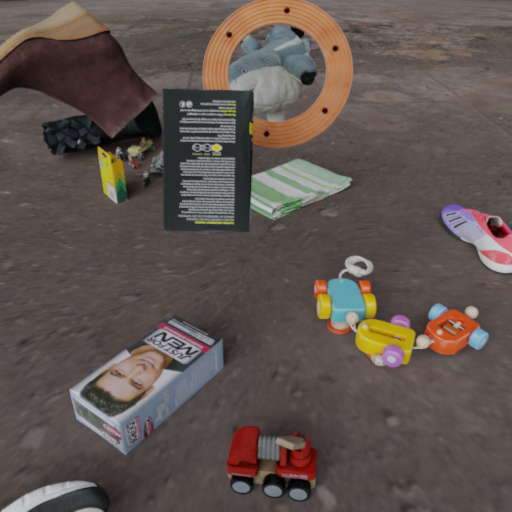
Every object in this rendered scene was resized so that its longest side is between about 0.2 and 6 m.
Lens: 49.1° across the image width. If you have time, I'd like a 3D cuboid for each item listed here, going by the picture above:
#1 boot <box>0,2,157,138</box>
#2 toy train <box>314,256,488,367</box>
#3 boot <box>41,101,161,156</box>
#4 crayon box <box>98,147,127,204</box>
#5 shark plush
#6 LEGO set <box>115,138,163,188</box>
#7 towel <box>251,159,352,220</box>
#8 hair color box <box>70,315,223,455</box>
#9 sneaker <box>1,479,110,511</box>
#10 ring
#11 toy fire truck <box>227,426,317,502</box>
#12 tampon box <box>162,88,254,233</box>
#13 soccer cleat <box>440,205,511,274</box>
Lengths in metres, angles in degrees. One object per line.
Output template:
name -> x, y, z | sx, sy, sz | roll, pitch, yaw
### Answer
boot -> -2.736, -2.464, 8.230 | 2.210, 1.838, 0.799 | -48, 19, -22
toy train -> 1.965, 0.951, 8.165 | 1.793, 0.664, 2.387 | -25, 43, -36
boot -> -3.904, -3.290, 14.438 | 2.399, 1.084, 2.928 | -13, 13, 9
crayon box -> -3.073, -1.753, 11.983 | 0.277, 1.090, 0.692 | -21, 39, -30
shark plush -> 0.299, -3.643, 9.793 | 1.399, 1.526, 3.359 | 23, 59, -12
LEGO set -> -2.101, -2.363, 13.140 | 3.121, 0.885, 2.027 | 15, 35, 22
towel -> 0.666, -1.577, 12.464 | 2.457, 0.287, 1.874 | -25, 39, -34
hair color box -> -1.338, 1.570, 7.203 | 0.902, 0.552, 1.821 | 22, 39, 30
sneaker -> -2.328, 2.920, 4.969 | 2.337, 0.862, 0.935 | -27, 52, -28
ring -> 0.271, -2.351, 7.258 | 1.944, 1.944, 0.186 | 3, 0, 5
toy fire truck -> 0.167, 2.072, 5.901 | 0.957, 1.087, 0.699 | 5, 32, 7
tampon box -> -0.483, -0.990, 5.942 | 0.887, 1.405, 1.053 | 1, 10, -1
soccer cleat -> 4.144, -0.533, 10.320 | 0.737, 0.791, 2.162 | -7, 33, -10
